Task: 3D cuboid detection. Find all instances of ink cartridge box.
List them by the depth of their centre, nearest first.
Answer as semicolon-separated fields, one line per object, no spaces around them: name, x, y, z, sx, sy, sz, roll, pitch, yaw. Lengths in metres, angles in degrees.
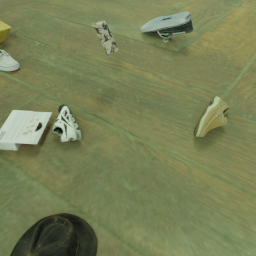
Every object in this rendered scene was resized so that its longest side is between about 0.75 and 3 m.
ink cartridge box;-2.908;0.044;7.911;1.229;0.308;1.416;4;41;3

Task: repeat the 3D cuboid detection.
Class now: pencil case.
pencil case;-0.746;-2.949;9.127;0.496;1.109;0.432;-2;39;36

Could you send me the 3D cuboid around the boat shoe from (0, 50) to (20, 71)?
boat shoe;-4.943;-2.755;10.917;1.836;0.603;0.660;30;49;30

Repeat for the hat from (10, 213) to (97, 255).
hat;-1.416;2.170;5.162;1.716;0.692;1.716;1;41;-1

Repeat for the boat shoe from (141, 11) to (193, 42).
boat shoe;1.745;-4.494;12.662;2.758;0.942;1.018;5;46;45

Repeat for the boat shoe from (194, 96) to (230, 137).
boat shoe;2.513;-0.288;8.080;0.720;0.678;1.891;31;49;14

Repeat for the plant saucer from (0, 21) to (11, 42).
plant saucer;-7.126;-4.148;12.460;2.939;0.712;2.939;33;51;32

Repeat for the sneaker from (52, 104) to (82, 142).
sneaker;-1.867;-0.162;7.957;0.657;0.550;1.485;-16;43;-21
